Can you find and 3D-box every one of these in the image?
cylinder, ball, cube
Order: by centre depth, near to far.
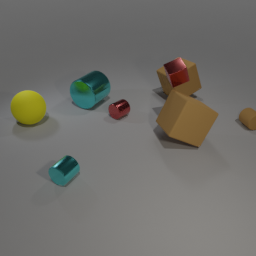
[{"bbox_3d":[-1.979,1.319,8.711,0.700,0.700,0.700,16,36,25],"label":"cylinder"},{"bbox_3d":[2.106,-0.370,10.228,1.400,1.400,1.400,19,17,-23],"label":"cube"},{"bbox_3d":[1.839,-2.096,10.620,0.700,0.700,0.700,-23,49,5],"label":"cube"},{"bbox_3d":[5.031,-0.382,11.450,0.700,0.700,0.700,-7,31,-11],"label":"cylinder"},{"bbox_3d":[-4.102,-0.848,11.575,1.400,1.400,1.400,0,32,0],"label":"ball"},{"bbox_3d":[-0.375,-0.824,12.207,0.700,0.700,0.700,25,40,35],"label":"cylinder"},{"bbox_3d":[-1.745,-1.799,13.061,1.400,1.400,1.400,16,35,24],"label":"cylinder"},{"bbox_3d":[2.458,-2.356,13.525,1.400,1.400,1.400,-32,35,-9],"label":"cube"}]
